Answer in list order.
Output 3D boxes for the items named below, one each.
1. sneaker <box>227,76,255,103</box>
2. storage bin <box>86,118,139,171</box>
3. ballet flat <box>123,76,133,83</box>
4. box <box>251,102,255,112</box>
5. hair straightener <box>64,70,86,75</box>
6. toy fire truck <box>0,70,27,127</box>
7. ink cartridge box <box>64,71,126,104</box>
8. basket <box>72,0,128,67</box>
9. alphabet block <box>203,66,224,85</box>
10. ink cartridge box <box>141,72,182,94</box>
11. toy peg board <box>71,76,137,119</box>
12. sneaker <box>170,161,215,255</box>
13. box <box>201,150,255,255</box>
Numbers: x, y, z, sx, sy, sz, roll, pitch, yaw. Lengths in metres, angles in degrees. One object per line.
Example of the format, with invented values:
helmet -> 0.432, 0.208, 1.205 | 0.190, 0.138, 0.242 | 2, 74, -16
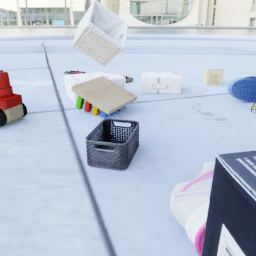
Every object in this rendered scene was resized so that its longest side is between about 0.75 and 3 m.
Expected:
sneaker -> 5.240, -1.669, 11.665 | 2.892, 1.014, 1.127 | 0, 19, -18
storage bin -> -0.340, 0.360, 7.038 | 1.023, 0.709, 1.513 | 6, 24, 14
ballet flat -> -0.434, -2.497, 14.295 | 1.669, 0.387, 0.562 | -14, 26, -30
box -> 5.192, -0.785, 10.327 | 0.951, 0.294, 1.191 | 18, 28, 33
hair straightener -> -3.037, -3.139, 16.085 | 1.445, 0.296, 0.556 | 5, 22, 23
toy fire truck -> -4.655, -1.418, 8.868 | 2.249, 2.555, 1.644 | 11, 24, 24
ink cartridge box -> -1.403, -1.748, 11.796 | 2.212, 0.915, 1.620 | -10, 25, -23
basket -> -0.753, -2.532, 7.564 | 1.184, 0.952, 1.173 | 29, 46, -28
alphabet block -> 4.294, -2.645, 14.108 | 0.795, 0.809, 0.790 | 2, 22, 3
ink cartridge box -> 1.504, -2.085, 12.848 | 1.771, 0.733, 1.297 | 1, 23, 4
toy peg board -> -0.901, -0.973, 10.226 | 1.738, 0.854, 1.745 | 33, 38, 20
sneaker -> 1.944, 1.000, 4.871 | 2.914, 1.185, 1.285 | -12, 28, -27
box -> 2.351, 1.374, 2.695 | 2.916, 2.158, 1.521 | -5, 24, -9
